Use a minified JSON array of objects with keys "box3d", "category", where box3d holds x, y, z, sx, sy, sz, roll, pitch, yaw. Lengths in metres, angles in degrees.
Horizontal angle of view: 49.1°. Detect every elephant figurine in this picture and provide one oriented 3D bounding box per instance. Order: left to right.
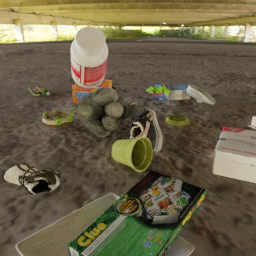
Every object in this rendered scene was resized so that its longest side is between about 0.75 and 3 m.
[{"box3d":[-0.743,-0.755,11.731,2.028,2.223,2.866,-39,-1,20],"category":"elephant figurine"}]

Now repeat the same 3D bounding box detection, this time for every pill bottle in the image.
[{"box3d":[-1.467,-2.634,10.598,1.360,1.360,2.423,-5,-19,-12],"category":"pill bottle"}]

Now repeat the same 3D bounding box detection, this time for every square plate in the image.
[{"box3d":[-0.450,2.429,5.532,2.563,0.365,2.539,-21,31,-40],"category":"square plate"}]

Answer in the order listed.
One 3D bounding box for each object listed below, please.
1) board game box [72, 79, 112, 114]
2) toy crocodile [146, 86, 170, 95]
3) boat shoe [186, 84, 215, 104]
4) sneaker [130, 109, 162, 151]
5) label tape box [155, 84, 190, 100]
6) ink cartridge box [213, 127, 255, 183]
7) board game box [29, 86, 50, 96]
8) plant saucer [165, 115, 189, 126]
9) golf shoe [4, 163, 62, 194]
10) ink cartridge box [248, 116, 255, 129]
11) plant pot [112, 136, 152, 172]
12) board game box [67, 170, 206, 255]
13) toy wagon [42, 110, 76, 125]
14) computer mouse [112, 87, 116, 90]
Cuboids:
[{"box3d":[-1.686,-1.515,13.527,1.430,1.430,1.429,8,25,17],"category":"board game box"},{"box3d":[1.265,-1.569,11.897,1.170,0.361,0.395,6,2,41],"category":"toy crocodile"},{"box3d":[3.846,-1.670,14.895,1.638,0.583,0.572,36,41,11],"category":"boat shoe"},{"box3d":[0.576,-0.036,10.563,1.013,1.001,2.551,3,24,-7],"category":"sneaker"},{"box3d":[2.503,-2.050,15.900,1.853,0.612,1.328,-2,22,0],"category":"label tape box"},{"box3d":[3.582,0.780,8.809,1.461,0.851,2.019,10,25,23],"category":"ink cartridge box"},{"box3d":[-5.376,-2.242,16.887,0.888,0.199,1.695,-11,25,-28],"category":"board game box"},{"box3d":[2.203,-0.375,12.467,1.055,0.164,1.055,0,24,0],"category":"plant saucer"},{"box3d":[-2.681,1.407,7.631,1.638,0.637,0.774,1,23,5],"category":"golf shoe"},{"box3d":[5.793,-0.259,11.853,1.245,0.420,0.725,-12,26,-27],"category":"ink cartridge box"},{"box3d":[0.058,0.761,8.824,0.993,1.080,1.080,5,21,41],"category":"plant pot"},{"box3d":[0.335,1.928,5.933,1.543,0.345,2.944,19,33,33],"category":"board game box"},{"box3d":[-2.999,-0.513,12.601,1.605,0.318,1.245,-19,30,-39],"category":"toy wagon"},{"box3d":[-1.125,-2.441,17.362,0.768,0.177,0.539,-5,22,-10],"category":"computer mouse"}]
